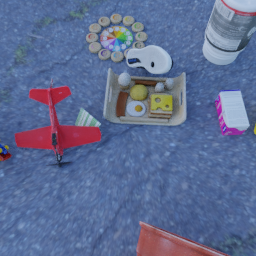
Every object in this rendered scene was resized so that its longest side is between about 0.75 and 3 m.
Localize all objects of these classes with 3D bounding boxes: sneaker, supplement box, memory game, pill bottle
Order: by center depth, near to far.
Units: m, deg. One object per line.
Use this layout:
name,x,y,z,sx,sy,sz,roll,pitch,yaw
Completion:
supplement box,3.491,-0.525,9.463,0.722,0.707,1.397,-4,65,-2
sneaker,1.087,-2.383,9.656,1.328,0.867,2.374,-6,21,-31
pill bottle,3.624,-3.606,9.747,1.599,2.808,1.599,0,65,0
memory game,-0.450,-3.661,11.246,2.505,0.160,2.505,0,65,0

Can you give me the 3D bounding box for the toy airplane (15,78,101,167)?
toy airplane,-2.264,-0.149,8.797,2.859,0.526,2.859,0,95,2

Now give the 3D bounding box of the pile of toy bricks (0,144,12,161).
pile of toy bricks,-5.133,0.506,8.854,2.550,1.415,1.259,40,110,6

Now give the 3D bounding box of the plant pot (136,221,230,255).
plant pot,1.129,3.984,6.384,2.837,2.837,2.759,19,75,9

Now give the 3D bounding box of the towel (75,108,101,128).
towel,-1.340,-0.125,9.304,0.941,0.717,0.110,38,28,24

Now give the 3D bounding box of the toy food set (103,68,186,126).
toy food set,0.616,-1.167,9.692,2.750,0.831,1.973,3,65,2

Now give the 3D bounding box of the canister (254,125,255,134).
canister,5.364,-0.094,9.188,2.005,0.868,1.489,21,67,11
